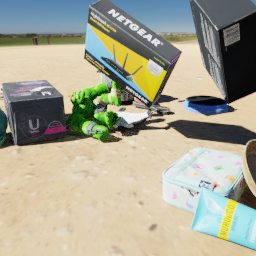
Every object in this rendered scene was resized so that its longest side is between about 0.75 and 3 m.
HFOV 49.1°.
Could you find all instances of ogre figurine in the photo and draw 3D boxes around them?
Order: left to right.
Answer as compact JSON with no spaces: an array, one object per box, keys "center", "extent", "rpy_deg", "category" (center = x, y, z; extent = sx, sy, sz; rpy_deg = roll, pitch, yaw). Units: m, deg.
[{"center":[-1.207,-0.714,10.212],"extent":[1.791,2.987,1.465],"rpy_deg":[-4,-25,19],"category":"ogre figurine"}]

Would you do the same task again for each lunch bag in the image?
[{"center":[1.737,1.132,6.340],"extent":[1.603,0.770,1.999],"rpy_deg":[15,26,35],"category":"lunch bag"}]

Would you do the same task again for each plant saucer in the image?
[{"center":[3.018,1.083,6.020],"extent":[1.735,0.307,1.735],"rpy_deg":[20,49,-25],"category":"plant saucer"}]

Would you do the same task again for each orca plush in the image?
[{"center":[0.068,-0.323,10.320],"extent":[1.712,0.901,0.609],"rpy_deg":[-22,-20,6],"category":"orca plush"}]

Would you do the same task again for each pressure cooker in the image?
[{"center":[-0.365,-2.329,13.420],"extent":[1.889,2.148,1.919],"rpy_deg":[-13,24,-29],"category":"pressure cooker"}]

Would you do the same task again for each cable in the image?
[{"center":[0.966,-1.071,12.397],"extent":[1.022,0.530,2.104],"rpy_deg":[-12,24,-28],"category":"cable"}]

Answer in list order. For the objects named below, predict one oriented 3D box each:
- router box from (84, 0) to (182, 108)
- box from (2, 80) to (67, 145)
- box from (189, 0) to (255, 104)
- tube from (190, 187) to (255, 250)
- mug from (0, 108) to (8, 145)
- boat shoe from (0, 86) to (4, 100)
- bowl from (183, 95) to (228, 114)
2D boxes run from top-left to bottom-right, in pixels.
[{"center":[-0.007,-2.130,8.239],"extent":[2.756,2.055,0.704],"rpy_deg":[38,58,10],"category":"router box"},{"center":[-3.414,-0.691,10.024],"extent":[1.740,1.509,2.846],"rpy_deg":[-10,23,-24],"category":"box"},{"center":[2.820,-2.441,8.085],"extent":[1.142,2.895,2.043],"rpy_deg":[-25,50,7],"category":"box"},{"center":[2.210,1.765,4.847],"extent":[2.139,0.828,0.539],"rpy_deg":[15,-8,28],"category":"tube"},{"center":[-4.469,-0.061,9.136],"extent":[0.903,1.460,1.200],"rpy_deg":[-16,3,-44],"category":"mug"},{"center":[-6.204,-1.812,14.100],"extent":[1.987,0.687,0.732],"rpy_deg":[6,22,15],"category":"boat shoe"},{"center":[3.506,-1.092,12.663],"extent":[1.962,0.385,1.962],"rpy_deg":[0,21,0],"category":"bowl"}]
